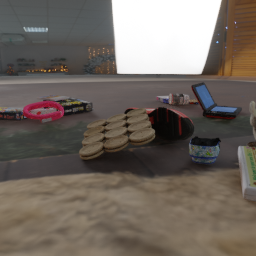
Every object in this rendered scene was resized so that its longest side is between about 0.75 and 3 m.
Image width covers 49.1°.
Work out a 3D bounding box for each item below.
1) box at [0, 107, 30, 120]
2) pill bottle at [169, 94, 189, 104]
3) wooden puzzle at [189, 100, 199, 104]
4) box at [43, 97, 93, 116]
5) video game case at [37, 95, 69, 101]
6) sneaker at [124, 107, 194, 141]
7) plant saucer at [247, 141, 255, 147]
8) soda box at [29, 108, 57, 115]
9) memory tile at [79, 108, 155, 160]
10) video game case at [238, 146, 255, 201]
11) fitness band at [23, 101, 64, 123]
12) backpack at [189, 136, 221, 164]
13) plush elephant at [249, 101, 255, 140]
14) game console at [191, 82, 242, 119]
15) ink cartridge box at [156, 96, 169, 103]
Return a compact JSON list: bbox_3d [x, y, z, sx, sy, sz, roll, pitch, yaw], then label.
[{"bbox_3d":[-5.413,-0.659,12.724,1.811,0.341,1.237,2,14,8],"label":"box"},{"bbox_3d":[2.966,-1.682,16.319,1.092,0.622,0.622,0,14,-8],"label":"pill bottle"},{"bbox_3d":[3.985,-1.574,16.838,0.900,0.208,0.834,-3,13,8],"label":"wooden puzzle"},{"bbox_3d":[-3.070,-1.128,14.238,1.692,0.515,2.099,-10,19,-40],"label":"box"},{"bbox_3d":[-3.910,-1.569,14.617,1.400,0.122,1.001,9,17,32],"label":"video game case"},{"bbox_3d":[1.188,-0.308,9.774,1.263,1.073,2.912,-11,17,-42],"label":"sneaker"},{"bbox_3d":[3.936,0.595,7.979,1.044,0.167,1.044,0,14,0],"label":"plant saucer"},{"bbox_3d":[-3.821,-0.656,12.626,1.141,0.389,0.363,-6,15,-26],"label":"soda box"},{"bbox_3d":[-0.341,0.095,8.386,2.136,0.234,2.787,-16,20,4],"label":"memory tile"},{"bbox_3d":[3.700,1.008,6.007,2.419,0.293,2.657,5,16,18],"label":"video game case"},{"bbox_3d":[-3.637,-0.746,12.138,1.268,0.330,1.765,36,36,32],"label":"fitness band"},{"bbox_3d":[1.921,0.578,7.065,0.761,0.611,0.831,3,9,21],"label":"backpack"},{"bbox_3d":[4.345,-0.171,8.398,1.771,1.459,1.371,-23,42,-5],"label":"plush elephant"},{"bbox_3d":[4.316,-1.394,13.467,2.073,1.428,2.406,7,16,28],"label":"game console"},{"bbox_3d":[2.462,-1.784,17.434,0.905,0.318,1.516,-4,11,-17],"label":"ink cartridge box"}]
